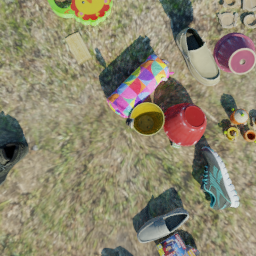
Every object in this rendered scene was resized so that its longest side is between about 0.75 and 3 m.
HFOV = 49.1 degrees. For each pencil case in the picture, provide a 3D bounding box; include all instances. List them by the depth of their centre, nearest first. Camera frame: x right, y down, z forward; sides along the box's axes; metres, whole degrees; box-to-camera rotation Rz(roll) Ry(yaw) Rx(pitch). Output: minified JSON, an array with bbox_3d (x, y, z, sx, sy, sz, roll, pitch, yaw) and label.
[{"bbox_3d":[0.459,-1.623,11.004,1.235,1.235,2.796,45,84,7],"label":"pencil case"}]

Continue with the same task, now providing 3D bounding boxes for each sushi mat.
[{"bbox_3d":[-2.094,-3.380,11.841,0.639,0.081,1.336,-28,81,-5],"label":"sushi mat"}]

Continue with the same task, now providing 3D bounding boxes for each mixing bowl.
[{"bbox_3d":[2.282,-0.273,10.594,1.758,0.952,1.758,6,68,-16],"label":"mixing bowl"}]

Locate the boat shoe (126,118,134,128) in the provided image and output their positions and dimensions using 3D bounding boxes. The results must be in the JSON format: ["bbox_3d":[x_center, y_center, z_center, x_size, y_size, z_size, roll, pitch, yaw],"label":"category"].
[{"bbox_3d":[0.052,-0.172,8.921,0.259,0.799,0.287,8,102,-1],"label":"boat shoe"}]

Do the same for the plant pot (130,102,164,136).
[{"bbox_3d":[0.725,-0.259,10.876,1.270,0.902,1.270,0,79,0],"label":"plant pot"}]

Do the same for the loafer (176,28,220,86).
[{"bbox_3d":[2.835,-2.913,11.333,1.013,0.914,2.676,-32,82,-5],"label":"loafer"}]

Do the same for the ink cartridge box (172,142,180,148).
[{"bbox_3d":[1.991,0.303,10.988,0.280,0.490,0.944,15,80,3],"label":"ink cartridge box"}]

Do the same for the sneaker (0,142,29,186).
[{"bbox_3d":[-4.805,1.401,10.398,0.877,1.314,2.294,42,85,9],"label":"sneaker"}]

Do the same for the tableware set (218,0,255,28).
[{"bbox_3d":[4.833,-5.025,12.059,1.941,0.225,1.621,2,80,0],"label":"tableware set"}]

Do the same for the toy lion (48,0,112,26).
[{"bbox_3d":[-2.051,-5.474,11.922,2.566,0.881,2.460,-22,88,-4],"label":"toy lion"}]

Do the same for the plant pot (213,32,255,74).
[{"bbox_3d":[3.449,-2.269,8.848,1.276,1.142,1.276,1,120,3],"label":"plant pot"}]

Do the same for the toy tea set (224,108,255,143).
[{"bbox_3d":[4.875,-0.011,10.890,2.120,0.785,1.261,11,80,2],"label":"toy tea set"}]

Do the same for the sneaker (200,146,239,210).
[{"bbox_3d":[3.178,1.930,10.510,1.135,0.966,2.489,-22,79,0],"label":"sneaker"}]

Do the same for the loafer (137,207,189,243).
[{"bbox_3d":[1.277,3.575,10.286,2.098,0.732,0.733,-30,81,-5],"label":"loafer"}]

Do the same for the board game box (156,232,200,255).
[{"bbox_3d":[1.885,4.562,10.281,1.316,0.406,1.317,-29,81,-6],"label":"board game box"}]
